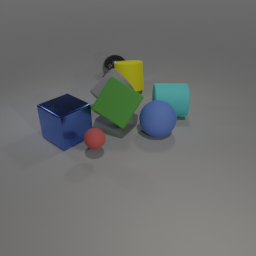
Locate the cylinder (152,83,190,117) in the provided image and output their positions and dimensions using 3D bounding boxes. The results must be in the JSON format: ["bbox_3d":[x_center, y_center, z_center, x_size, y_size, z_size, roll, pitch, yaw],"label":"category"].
[{"bbox_3d":[1.783,-1.183,11.876,1.400,1.400,1.400,0,31,-1],"label":"cylinder"}]

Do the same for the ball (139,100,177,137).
[{"bbox_3d":[1.130,-0.356,10.592,1.400,1.400,1.400,0,31,0],"label":"ball"}]

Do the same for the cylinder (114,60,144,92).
[{"bbox_3d":[0.055,-2.588,13.964,1.400,1.400,1.400,-3,19,1],"label":"cylinder"}]

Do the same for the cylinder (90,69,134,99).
[{"bbox_3d":[-0.675,-1.591,12.104,1.400,1.400,1.400,-45,42,-2],"label":"cylinder"}]

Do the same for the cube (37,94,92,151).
[{"bbox_3d":[-2.313,-0.262,10.423,1.400,1.400,1.400,26,40,35],"label":"cube"}]

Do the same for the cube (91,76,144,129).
[{"bbox_3d":[-0.373,-0.945,10.669,1.400,1.400,1.400,32,3,-1],"label":"cube"}]

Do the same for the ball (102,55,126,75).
[{"bbox_3d":[-0.709,-3.306,15.389,1.400,1.400,1.400,0,31,0],"label":"ball"}]

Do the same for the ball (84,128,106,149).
[{"bbox_3d":[-1.079,0.348,9.109,0.700,0.700,0.700,0,31,0],"label":"ball"}]
